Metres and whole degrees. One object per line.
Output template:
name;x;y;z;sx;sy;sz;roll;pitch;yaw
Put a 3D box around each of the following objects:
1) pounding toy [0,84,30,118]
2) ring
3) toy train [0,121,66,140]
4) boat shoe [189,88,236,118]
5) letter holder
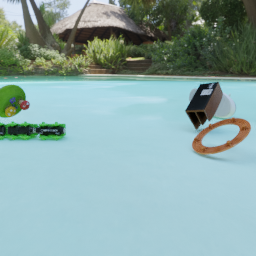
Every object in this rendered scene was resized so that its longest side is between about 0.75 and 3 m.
pounding toy;-3.661;-0.759;8.717;0.702;1.168;1.513;34;-3;25
ring;2.002;0.132;6.132;1.315;0.126;1.315;-29;18;10
toy train;-2.781;0.053;7.502;2.300;0.480;0.648;0;3;1
boat shoe;3.632;-0.987;11.328;1.138;0.986;2.670;6;12;-23
letter holder;2.403;-0.634;8.504;0.636;0.898;1.264;0;45;44
